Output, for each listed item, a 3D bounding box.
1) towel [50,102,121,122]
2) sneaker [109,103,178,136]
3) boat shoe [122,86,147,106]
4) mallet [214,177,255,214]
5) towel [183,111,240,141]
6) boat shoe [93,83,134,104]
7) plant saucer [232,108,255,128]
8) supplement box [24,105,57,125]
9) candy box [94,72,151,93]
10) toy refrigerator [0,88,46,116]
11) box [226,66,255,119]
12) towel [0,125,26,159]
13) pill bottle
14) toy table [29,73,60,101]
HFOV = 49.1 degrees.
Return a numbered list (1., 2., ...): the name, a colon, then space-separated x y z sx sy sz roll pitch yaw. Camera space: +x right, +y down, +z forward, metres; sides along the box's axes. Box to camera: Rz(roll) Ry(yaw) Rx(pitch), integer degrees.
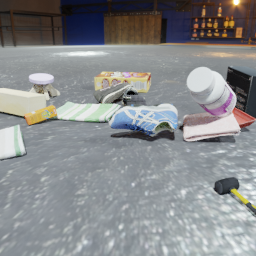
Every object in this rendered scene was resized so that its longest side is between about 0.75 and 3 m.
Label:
1. towel: -1.699 -0.680 11.395 2.463 0.288 1.879 5 22 13
2. sneaker: 0.491 -0.214 8.724 2.209 0.836 0.851 -8 57 3
3. boat shoe: 0.313 -1.336 12.189 1.086 0.937 2.989 -2 21 -4
4. mallet: 2.328 1.513 5.665 0.509 0.318 1.546 -4 25 -13
5. towel: 2.720 -0.104 9.379 1.714 0.289 1.795 -7 22 14
6. boat shoe: -0.628 -1.762 13.231 0.734 0.861 2.575 40 36 13
7. plant saucer: 3.489 -0.234 9.926 1.433 0.263 1.430 -15 22 -5
8. supplement box: -3.246 -0.490 10.455 1.134 0.377 0.390 -24 23 -26
9. candy box: -0.254 -2.610 15.751 2.924 0.825 1.706 2 22 10
10. toy refrigerator: -4.669 -1.050 11.590 2.538 0.888 0.963 11 17 26
11. box: 4.901 -1.547 11.654 0.960 1.718 2.435 -1 21 -1
12. towel: -4.385 0.507 8.117 2.555 0.392 1.906 -9 22 -21
13. pill bottle: 2.629 -1.139 8.885 1.091 1.091 1.943 19 -5 40
14. toy table: -4.249 -2.048 13.949 1.627 1.037 1.770 -6 22 -16
